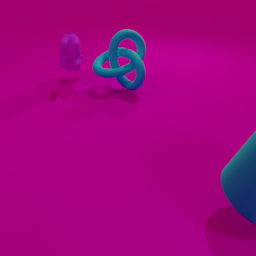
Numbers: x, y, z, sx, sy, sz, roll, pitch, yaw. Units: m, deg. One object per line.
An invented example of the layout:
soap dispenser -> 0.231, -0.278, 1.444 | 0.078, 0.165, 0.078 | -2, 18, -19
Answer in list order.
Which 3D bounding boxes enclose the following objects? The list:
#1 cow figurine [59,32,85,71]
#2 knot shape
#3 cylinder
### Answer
cow figurine -> -1.850, -2.463, 9.151 | 0.806, 1.469, 1.446 | 2, 38, -7
knot shape -> -0.087, -1.969, 8.753 | 1.827, 1.709, 0.844 | -36, -8, 11
cylinder -> 2.244, 0.649, 4.147 | 1.245, 1.245, 1.245 | 14, 40, -12
